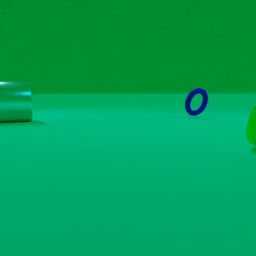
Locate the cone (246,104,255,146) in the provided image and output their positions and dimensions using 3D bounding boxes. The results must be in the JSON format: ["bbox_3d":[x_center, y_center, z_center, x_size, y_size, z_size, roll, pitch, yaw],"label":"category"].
[{"bbox_3d":[2.981,0.064,4.189,1.601,1.601,1.607,-5,36,-33],"label":"cone"}]

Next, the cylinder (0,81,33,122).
[{"bbox_3d":[-3.751,-0.830,8.918,1.279,1.279,1.279,-3,8,-22],"label":"cylinder"}]

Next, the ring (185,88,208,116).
[{"bbox_3d":[2.538,-0.959,10.368,1.073,1.073,0.215,-4,23,-30],"label":"ring"}]
